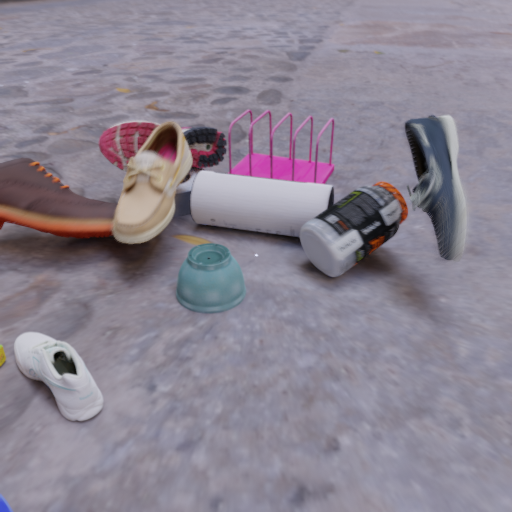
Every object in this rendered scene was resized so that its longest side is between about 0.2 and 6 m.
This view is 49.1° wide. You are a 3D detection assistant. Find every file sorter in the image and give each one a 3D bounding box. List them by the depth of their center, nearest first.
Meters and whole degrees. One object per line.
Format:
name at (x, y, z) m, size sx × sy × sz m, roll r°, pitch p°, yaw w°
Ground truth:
file sorter at (0.554, -2.332, 12.107) m, size 2.066 × 1.296 × 1.436 m, roll 11°, pitch 34°, yaw 18°

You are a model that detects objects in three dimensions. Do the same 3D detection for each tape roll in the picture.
tape roll at (-1.698, -1.355, 11.265) m, size 1.541 × 0.509 × 1.541 m, roll -1°, pitch 31°, yaw 0°

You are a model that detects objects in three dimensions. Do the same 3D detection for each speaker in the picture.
speaker at (0.136, -0.906, 10.075) m, size 2.487 × 1.010 × 1.010 m, roll 8°, pitch 32°, yaw 14°

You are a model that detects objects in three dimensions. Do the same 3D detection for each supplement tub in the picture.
supplement tub at (1.589, -0.467, 9.001) m, size 1.621 × 0.993 × 0.993 m, roll -34°, pitch 42°, yaw -17°

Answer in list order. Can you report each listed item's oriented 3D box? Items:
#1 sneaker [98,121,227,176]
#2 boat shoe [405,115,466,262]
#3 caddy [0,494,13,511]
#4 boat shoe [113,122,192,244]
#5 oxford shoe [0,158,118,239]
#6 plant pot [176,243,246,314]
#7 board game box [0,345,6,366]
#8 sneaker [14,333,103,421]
sneaker at (-1.877, -2.104, 11.110) m, size 2.586 × 1.043 × 0.966 m, roll -5°, pitch 15°, yaw -38°
boat shoe at (2.487, -0.974, 7.835) m, size 0.682 × 0.825 × 2.204 m, roll -2°, pitch 76°, yaw 3°
caddy at (-3.230, 2.530, 3.713) m, size 3.532 × 1.854 × 2.497 m, roll 19°, pitch 14°, yaw 27°
boat shoe at (-1.760, -1.309, 9.237) m, size 0.984 × 0.924 × 2.670 m, roll 2°, pitch 43°, yaw 8°
oxford shoe at (-3.562, -1.008, 9.348) m, size 3.478 × 1.262 × 1.238 m, roll 7°, pitch -6°, yaw -16°
plant pot at (-0.694, 0.264, 8.419) m, size 1.078 × 0.722 × 1.078 m, roll 0°, pitch 32°, yaw 0°
board game box at (-3.943, 1.756, 6.384) m, size 1.050 × 0.330 × 2.199 m, roll 5°, pitch 29°, yaw 9°
sneaker at (-2.440, 1.272, 6.823) m, size 1.712 × 0.686 × 0.602 m, roll 26°, pitch 41°, yaw 37°
